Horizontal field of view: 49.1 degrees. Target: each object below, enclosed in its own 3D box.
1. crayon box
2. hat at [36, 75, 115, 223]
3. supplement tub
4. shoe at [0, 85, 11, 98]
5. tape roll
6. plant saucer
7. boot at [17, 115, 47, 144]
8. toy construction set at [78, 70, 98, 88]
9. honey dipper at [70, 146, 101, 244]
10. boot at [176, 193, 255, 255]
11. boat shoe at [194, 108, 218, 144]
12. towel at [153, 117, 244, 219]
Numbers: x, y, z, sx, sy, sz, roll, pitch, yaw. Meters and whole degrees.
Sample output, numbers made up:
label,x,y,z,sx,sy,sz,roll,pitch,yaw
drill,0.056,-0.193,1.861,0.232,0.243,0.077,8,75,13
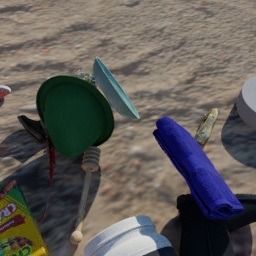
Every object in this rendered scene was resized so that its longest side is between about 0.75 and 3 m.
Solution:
label,x,y,z,sx,sy,sz,roll,pitch,yaw
crayon box,-3.004,2.744,6.752,1.652,0.661,2.603,-27,58,-19
hat,-1.735,0.403,7.235,2.338,2.823,2.485,-17,28,26
supplement tub,0.352,3.352,5.492,1.896,1.896,2.702,-21,55,-15
shoe,-4.836,-1.045,9.786,1.414,0.505,0.643,-8,54,0
tape roll,4.824,-0.828,9.463,2.122,0.701,2.122,-1,52,1
plant saucer,-0.407,-1.031,7.881,0.374,2.082,2.082,-35,56,8
boot,-2.835,-0.197,9.086,1.322,0.497,0.988,39,68,14
toy construction set,-1.284,-1.549,9.034,0.964,0.632,0.444,32,90,47
honey dipper,-1.153,1.762,7.670,0.510,0.510,2.688,3,56,3
boot,2.355,2.656,6.643,2.445,0.934,2.054,1,53,2
boat shoe,2.544,-0.133,9.046,0.444,0.519,1.416,22,56,13
towel,1.564,0.949,6.481,0.606,1.805,2.445,-39,54,16
